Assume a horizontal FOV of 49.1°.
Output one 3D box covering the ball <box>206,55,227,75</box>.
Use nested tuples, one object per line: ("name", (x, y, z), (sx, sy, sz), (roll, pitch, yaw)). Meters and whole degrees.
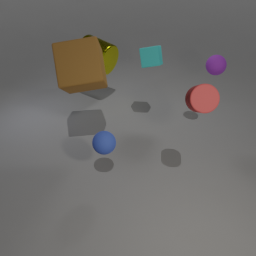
("ball", (3.070, -2.194, 9.767), (0.700, 0.700, 0.700), (0, 33, 0))

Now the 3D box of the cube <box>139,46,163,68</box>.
("cube", (0.868, -2.645, 10.379), (0.700, 0.700, 0.700), (-4, 15, 17))

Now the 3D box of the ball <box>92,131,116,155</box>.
("ball", (-0.701, 0.433, 8.230), (0.700, 0.700, 0.700), (0, 33, 0))

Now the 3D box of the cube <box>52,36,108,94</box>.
("cube", (-1.508, -1.981, 9.092), (1.400, 1.400, 1.400), (-9, 0, 1))

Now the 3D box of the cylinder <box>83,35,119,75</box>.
("cylinder", (-1.364, -3.231, 12.424), (1.400, 1.400, 1.400), (29, 41, 20))

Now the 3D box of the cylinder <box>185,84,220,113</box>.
("cylinder", (1.823, -0.725, 6.937), (0.700, 0.700, 0.700), (1, 5, 2))
